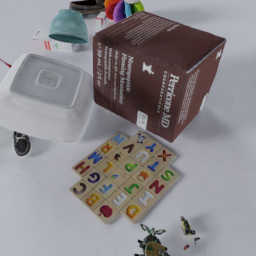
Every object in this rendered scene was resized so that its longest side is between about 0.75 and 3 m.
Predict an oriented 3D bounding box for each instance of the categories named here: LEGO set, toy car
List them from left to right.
[{"bbox_3d":[-0.204,-5.163,12.116,1.951,1.708,1.463,37,72,27],"label":"toy car"},{"bbox_3d":[0.738,2.608,6.056,1.725,0.489,1.120,-2,49,-19],"label":"LEGO set"}]

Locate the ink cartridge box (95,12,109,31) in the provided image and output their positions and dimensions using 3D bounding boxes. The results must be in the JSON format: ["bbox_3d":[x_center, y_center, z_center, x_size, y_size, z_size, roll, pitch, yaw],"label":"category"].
[{"bbox_3d":[-1.152,-4.723,12.410,0.320,0.552,0.765,14,50,12],"label":"ink cartridge box"}]

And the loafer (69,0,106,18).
[{"bbox_3d":[-1.650,-5.820,13.245,2.417,0.760,0.869,-28,54,-23],"label":"loafer"}]

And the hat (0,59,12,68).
[{"bbox_3d":[-3.372,-1.733,9.190,1.565,1.378,1.296,-14,48,-12],"label":"hat"}]

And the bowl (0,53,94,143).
[{"bbox_3d":[-2.368,-1.083,8.365,2.796,1.043,2.792,17,50,-10],"label":"bowl"}]

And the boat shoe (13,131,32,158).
[{"bbox_3d":[-3.068,0.245,8.084,0.493,0.403,1.335,-9,49,-8],"label":"boat shoe"}]

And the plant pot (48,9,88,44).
[{"bbox_3d":[-1.362,-2.369,6.506,0.918,0.615,0.918,6,5,0],"label":"plant pot"}]

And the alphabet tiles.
[{"bbox_3d":[-0.082,1.173,7.468,2.284,0.087,2.745,35,57,27],"label":"alphabet tiles"}]

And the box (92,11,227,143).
[{"bbox_3d":[0.800,-1.625,8.253,2.898,2.404,2.380,29,48,24],"label":"box"}]

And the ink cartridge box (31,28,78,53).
[{"bbox_3d":[-2.956,-3.628,11.520,1.759,0.443,0.959,9,49,9],"label":"ink cartridge box"}]
